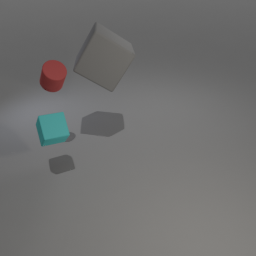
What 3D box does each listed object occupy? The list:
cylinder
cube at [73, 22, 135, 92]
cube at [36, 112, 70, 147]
[{"bbox_3d":[-2.220,-1.527,8.292,0.700,0.700,0.700,10,62,-20],"label":"cylinder"},{"bbox_3d":[-0.766,-2.272,8.927,1.400,1.400,1.400,27,25,-20],"label":"cube"},{"bbox_3d":[-2.111,0.038,7.811,0.700,0.700,0.700,-12,77,-27],"label":"cube"}]
